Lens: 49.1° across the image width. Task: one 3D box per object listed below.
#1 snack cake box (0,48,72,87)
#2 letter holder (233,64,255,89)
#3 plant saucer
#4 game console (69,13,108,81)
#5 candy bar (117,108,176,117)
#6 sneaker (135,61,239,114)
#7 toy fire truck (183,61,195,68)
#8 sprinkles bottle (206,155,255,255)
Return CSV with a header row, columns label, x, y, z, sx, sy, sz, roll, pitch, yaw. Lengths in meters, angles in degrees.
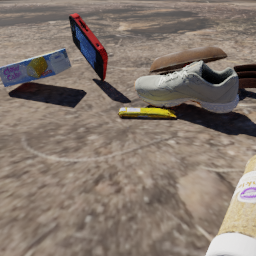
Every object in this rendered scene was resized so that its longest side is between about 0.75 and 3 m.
label,x,y,z,sx,sy,sz,roll,pitch,yaw
snack cake box,-3.112,-2.017,9.400,2.070,0.695,1.190,-9,22,20
letter holder,3.874,-1.672,9.066,0.934,0.664,0.470,5,53,40
plant saucer,2.106,-2.475,10.069,2.798,0.482,2.798,-9,7,1
game console,-1.378,-2.753,9.697,0.314,1.788,2.021,-33,80,-18
candy bar,0.512,-0.427,7.844,1.633,0.181,0.407,1,31,2
sneaker,1.586,-1.326,7.785,2.957,1.360,1.119,7,54,17
toy fire truck,2.356,-1.656,9.375,1.033,0.690,1.230,-7,60,-47
sprinkles bottle,1.908,1.282,4.146,0.833,0.833,2.442,17,33,28
